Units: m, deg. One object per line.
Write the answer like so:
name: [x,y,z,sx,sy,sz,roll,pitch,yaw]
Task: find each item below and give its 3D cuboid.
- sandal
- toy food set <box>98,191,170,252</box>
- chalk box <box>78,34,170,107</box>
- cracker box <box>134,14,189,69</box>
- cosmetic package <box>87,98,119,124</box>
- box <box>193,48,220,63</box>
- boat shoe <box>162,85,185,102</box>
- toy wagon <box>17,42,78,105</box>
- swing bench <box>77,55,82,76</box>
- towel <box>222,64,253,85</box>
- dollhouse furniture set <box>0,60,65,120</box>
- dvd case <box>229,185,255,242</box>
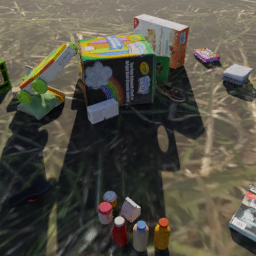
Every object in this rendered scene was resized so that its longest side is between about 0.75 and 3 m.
sandal: [-2.247,1.549,6.495,1.036,0.234,0.389,-25,38,-8]
toy food set: [-0.001,1.803,5.683,0.828,0.781,1.735,-30,48,-32]
chalk box: [-0.083,-1.968,9.536,2.948,1.840,1.828,-7,39,-10]
cracker box: [1.315,-3.692,11.864,2.414,1.617,0.696,31,48,33]
cosmetic package: [-0.782,-0.541,8.849,0.963,0.490,0.357,-22,44,-23]
box: [3.478,-3.240,12.426,0.719,0.205,1.051,-13,41,-15]
boat shoe: [1.595,-1.241,9.817,0.357,0.357,0.991,-27,46,-29]
toy wagon: [-2.748,-1.676,8.959,2.762,0.546,2.143,-20,34,41]
swing bench: [-1.061,-2.744,11.170,1.539,1.004,1.547,8,38,8]
towel: [4.194,-2.050,10.799,0.814,0.421,0.983,27,48,32]
dollhouse furniture set: [-3.518,-1.444,9.512,2.740,1.058,1.369,23,45,26]
dvd case: [2.900,1.898,6.082,0.954,0.144,1.307,26,44,29]
